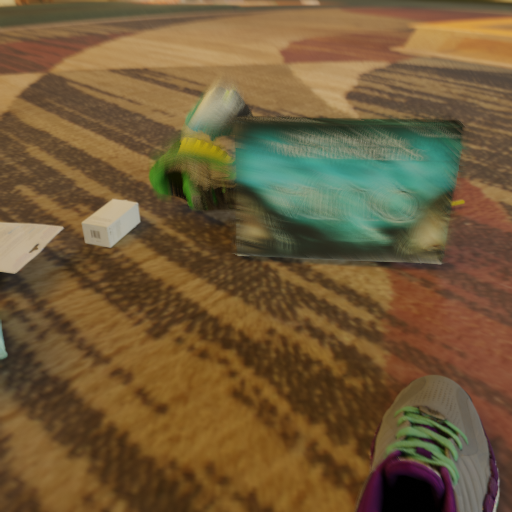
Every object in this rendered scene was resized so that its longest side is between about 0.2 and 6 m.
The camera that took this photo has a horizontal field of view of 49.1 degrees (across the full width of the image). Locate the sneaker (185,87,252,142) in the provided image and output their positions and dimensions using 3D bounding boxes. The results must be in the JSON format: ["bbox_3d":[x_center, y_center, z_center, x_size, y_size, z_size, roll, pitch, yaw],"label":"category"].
[{"bbox_3d":[-0.613,-2.546,10.307,0.880,0.857,2.210,-33,-7,19],"label":"sneaker"}]

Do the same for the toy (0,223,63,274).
[{"bbox_3d":[-4.799,-0.040,9.630,2.597,0.613,1.495,7,34,11],"label":"toy"}]

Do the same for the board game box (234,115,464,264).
[{"bbox_3d":[1.439,-1.080,9.429,3.588,2.427,0.505,2,26,6],"label":"board game box"}]

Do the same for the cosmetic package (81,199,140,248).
[{"bbox_3d":[-2.771,-0.649,10.773,0.593,0.467,1.102,10,32,19],"label":"cosmetic package"}]

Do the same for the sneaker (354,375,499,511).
[{"bbox_3d":[1.639,2.060,5.175,1.331,1.566,3.578,12,33,19],"label":"sneaker"}]

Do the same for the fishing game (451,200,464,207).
[{"bbox_3d":[3.163,-1.773,12.706,2.237,0.486,3.123,-15,42,-24],"label":"fishing game"}]

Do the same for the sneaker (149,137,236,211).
[{"bbox_3d":[-0.568,-1.287,11.072,3.398,1.326,1.447,15,43,23],"label":"sneaker"}]

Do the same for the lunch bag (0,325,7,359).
[{"bbox_3d":[-4.310,0.955,7.313,1.818,1.302,2.135,-15,28,-25],"label":"lunch bag"}]
